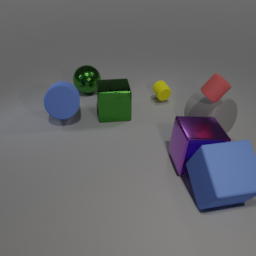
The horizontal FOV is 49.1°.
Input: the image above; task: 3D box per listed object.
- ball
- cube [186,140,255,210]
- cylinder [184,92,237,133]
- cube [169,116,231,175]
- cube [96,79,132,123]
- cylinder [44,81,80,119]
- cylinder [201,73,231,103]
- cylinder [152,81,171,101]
[{"bbox_3d":[-2.044,-2.427,13.998,1.400,1.400,1.400,0,32,0],"label":"ball"},{"bbox_3d":[2.602,1.292,7.640,1.400,1.400,1.400,-6,64,-10],"label":"cube"},{"bbox_3d":[3.099,-0.566,10.547,1.400,1.400,1.400,-20,26,-28],"label":"cylinder"},{"bbox_3d":[2.265,0.554,9.162,1.400,1.400,1.400,1,32,-9],"label":"cube"},{"bbox_3d":[-0.621,-1.210,12.118,1.400,1.400,1.400,-4,32,-6],"label":"cube"},{"bbox_3d":[-2.728,-1.184,11.704,1.400,1.400,1.400,-5,16,-9],"label":"cylinder"},{"bbox_3d":[2.857,-1.308,9.127,0.700,0.700,0.700,30,29,-19],"label":"cylinder"},{"bbox_3d":[1.607,-1.779,13.328,0.700,0.700,0.700,-11,47,-17],"label":"cylinder"}]
